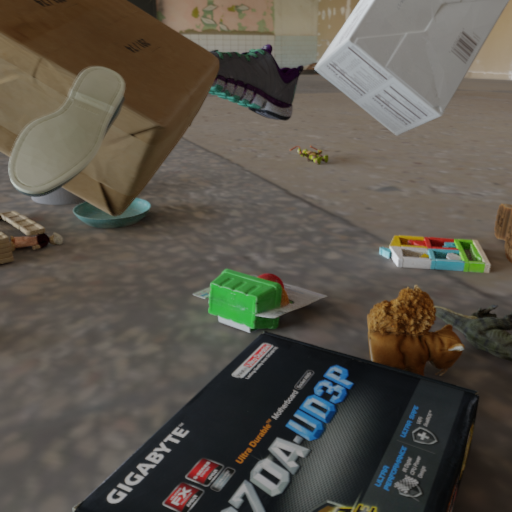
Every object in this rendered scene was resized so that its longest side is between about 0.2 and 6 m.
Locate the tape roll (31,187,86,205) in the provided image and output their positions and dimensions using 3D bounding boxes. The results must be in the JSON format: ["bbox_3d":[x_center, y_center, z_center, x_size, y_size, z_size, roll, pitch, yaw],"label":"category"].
[{"bbox_3d":[-4.424,-1.658,13.039,1.584,0.523,1.584,0,23,0],"label":"tape roll"}]

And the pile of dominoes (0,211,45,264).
[{"bbox_3d":[-5.158,-0.269,10.158,2.136,0.436,2.741,-15,19,-31],"label":"pile of dominoes"}]

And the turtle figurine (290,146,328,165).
[{"bbox_3d":[1.593,-2.915,16.315,1.138,0.367,0.918,-5,29,-38],"label":"turtle figurine"}]

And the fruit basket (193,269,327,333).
[{"bbox_3d":[0.072,0.575,7.687,1.330,0.673,1.436,14,11,31],"label":"fruit basket"}]

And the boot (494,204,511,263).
[{"bbox_3d":[4.875,-0.370,9.618,1.161,0.813,2.166,11,23,12],"label":"boot"}]

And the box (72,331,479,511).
[{"bbox_3d":[0.375,1.753,4.513,2.266,0.656,2.851,12,25,27],"label":"box"}]

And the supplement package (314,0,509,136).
[{"bbox_3d":[1.847,-2.640,6.695,1.394,1.790,0.992,35,-10,-13],"label":"supplement package"}]

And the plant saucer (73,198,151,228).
[{"bbox_3d":[-2.923,-0.869,11.439,1.545,0.278,1.545,1,22,0],"label":"plant saucer"}]

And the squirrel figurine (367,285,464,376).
[{"bbox_3d":[1.737,0.890,6.120,0.987,1.057,0.748,-7,16,8],"label":"squirrel figurine"}]

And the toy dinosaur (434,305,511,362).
[{"bbox_3d":[2.873,0.890,6.921,0.957,0.515,2.172,-21,26,-28],"label":"toy dinosaur"}]

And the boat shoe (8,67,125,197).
[{"bbox_3d":[-1.879,-1.191,5.728,0.671,0.570,1.843,25,53,-7],"label":"boat shoe"}]

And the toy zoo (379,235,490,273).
[{"bbox_3d":[2.986,-0.055,9.577,1.715,0.175,1.125,4,23,9],"label":"toy zoo"}]

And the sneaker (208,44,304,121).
[{"bbox_3d":[-0.437,-4.062,12.030,3.231,1.414,1.202,14,9,-38],"label":"sneaker"}]

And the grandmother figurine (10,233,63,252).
[{"bbox_3d":[-3.928,-0.271,10.051,0.869,0.263,0.527,-5,50,-19],"label":"grandmother figurine"}]

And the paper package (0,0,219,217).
[{"bbox_3d":[-2.409,-2.540,8.145,2.987,1.621,3.134,29,36,-9],"label":"paper package"}]
